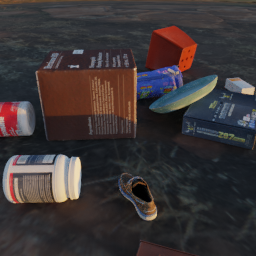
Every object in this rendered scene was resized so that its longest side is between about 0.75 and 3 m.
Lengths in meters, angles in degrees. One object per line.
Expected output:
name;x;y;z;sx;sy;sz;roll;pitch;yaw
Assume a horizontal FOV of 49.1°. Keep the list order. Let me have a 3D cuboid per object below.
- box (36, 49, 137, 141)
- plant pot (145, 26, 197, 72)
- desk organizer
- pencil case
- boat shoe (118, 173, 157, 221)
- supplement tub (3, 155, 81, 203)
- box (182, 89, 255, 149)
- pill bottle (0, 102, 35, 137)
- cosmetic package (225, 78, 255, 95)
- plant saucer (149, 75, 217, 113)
box;-1.120;-1.087;8.626;2.657;2.182;2.204;-2;30;-3
plant pot;2.205;-3.678;13.683;1.663;1.886;1.887;34;43;29
desk organizer;0.674;2.269;4.578;1.112;0.399;0.428;9;33;16
pencil case;0.812;-1.711;10.738;2.773;1.204;1.082;-11;69;-17
boat shoe;0.217;1.335;6.083;0.504;0.505;1.396;-15;33;-25
supplement tub;-1.792;1.079;6.007;1.442;1.012;1.012;0;30;-1
box;3.106;-0.455;9.024;2.094;0.678;2.656;13;32;23
pill bottle;-3.801;-0.250;8.334;1.828;1.026;1.026;-3;30;-2
cosmetic package;4.522;-1.652;11.397;0.583;0.410;1.150;-7;31;-13
plant saucer;1.876;-1.087;9.401;2.438;0.334;2.438;-27;11;6
